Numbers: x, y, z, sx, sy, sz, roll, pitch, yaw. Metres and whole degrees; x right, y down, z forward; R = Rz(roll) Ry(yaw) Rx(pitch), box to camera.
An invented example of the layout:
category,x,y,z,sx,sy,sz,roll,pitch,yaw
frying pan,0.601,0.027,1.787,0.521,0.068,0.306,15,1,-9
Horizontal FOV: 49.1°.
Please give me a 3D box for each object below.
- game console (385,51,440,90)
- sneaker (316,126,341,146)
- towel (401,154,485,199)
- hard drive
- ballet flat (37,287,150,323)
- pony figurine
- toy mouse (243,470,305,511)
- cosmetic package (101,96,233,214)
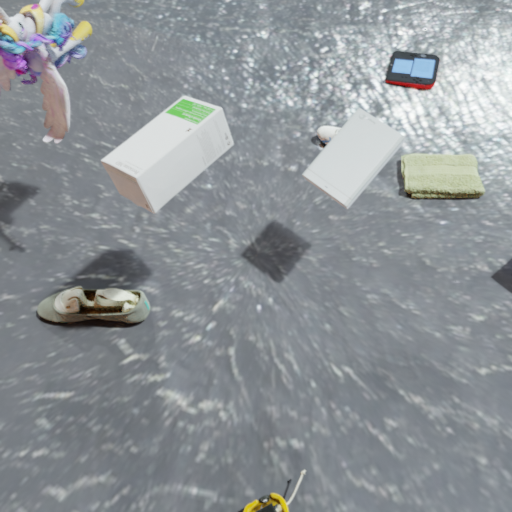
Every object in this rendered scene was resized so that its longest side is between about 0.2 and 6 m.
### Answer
category,x,y,z,sx,sy,sz,roll,pitch,yaw
game console,3.884,-4.628,13.872,1.192,0.209,1.348,14,53,10
sneaker,2.065,-2.532,12.008,1.595,0.578,0.573,21,56,17
towel,3.800,-1.658,11.494,1.608,0.293,1.193,2,53,2
hard drive,1.536,-1.552,8.877,0.934,0.186,1.416,40,89,23
ballet flat,-2.760,0.753,9.406,1.935,0.616,0.652,2,52,2
pony figurine,-3.305,-3.034,8.359,1.770,2.052,2.126,23,45,0
toy mouse,0.291,3.928,7.090,1.818,0.352,1.616,-25,56,-18
cosmetic package,-1.199,-1.430,7.782,0.871,0.687,1.619,26,60,35
